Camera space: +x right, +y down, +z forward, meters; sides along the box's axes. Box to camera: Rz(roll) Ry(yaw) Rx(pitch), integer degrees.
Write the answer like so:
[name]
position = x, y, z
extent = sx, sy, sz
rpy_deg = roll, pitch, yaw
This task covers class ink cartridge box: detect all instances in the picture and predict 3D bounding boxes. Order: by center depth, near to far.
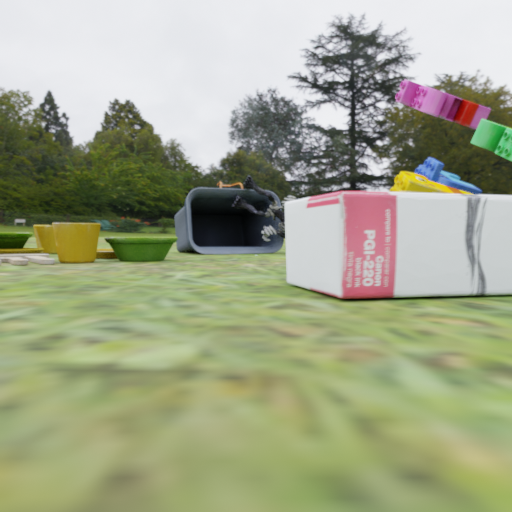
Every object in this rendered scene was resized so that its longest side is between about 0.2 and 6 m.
[ink cartridge box]
position = 0.955, -0.073, 3.369
extent = 1.361, 0.577, 0.991
rpy_deg = -2, 3, -14

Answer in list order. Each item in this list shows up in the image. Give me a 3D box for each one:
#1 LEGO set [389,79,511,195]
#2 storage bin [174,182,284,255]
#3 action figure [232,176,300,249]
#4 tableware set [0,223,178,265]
[LEGO set]
position = 2.495, -1.129, 7.013
extent = 1.665, 1.548, 4.057
rpy_deg = 14, 21, -14
[storage bin]
position = -0.591, -0.571, 9.706
extent = 1.740, 1.266, 1.169
rpy_deg = -1, -7, -29
[action figure]
position = 0.358, -0.654, 9.187
extent = 1.504, 0.894, 0.767
rpy_deg = 30, 14, 0
[tableware set]
position = -2.721, -0.239, 7.771
extent = 2.471, 0.563, 3.668
rpy_deg = -1, 2, -32
